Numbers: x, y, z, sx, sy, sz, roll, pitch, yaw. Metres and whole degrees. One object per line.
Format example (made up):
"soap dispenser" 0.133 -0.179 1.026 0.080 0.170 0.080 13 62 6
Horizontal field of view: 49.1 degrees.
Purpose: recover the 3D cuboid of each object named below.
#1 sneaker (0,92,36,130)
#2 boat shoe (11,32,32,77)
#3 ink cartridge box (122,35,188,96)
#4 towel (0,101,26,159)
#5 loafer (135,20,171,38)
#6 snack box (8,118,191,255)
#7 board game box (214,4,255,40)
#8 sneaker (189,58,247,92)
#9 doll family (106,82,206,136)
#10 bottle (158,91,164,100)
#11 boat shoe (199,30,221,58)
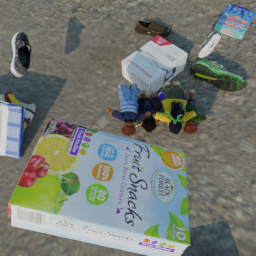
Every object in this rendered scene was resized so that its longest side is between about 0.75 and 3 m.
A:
"sneaker" -3.883 -0.673 8.363 2.229 0.835 1.004 23 62 1
"boat shoe" -3.026 -2.216 8.080 0.517 0.546 1.562 -22 55 30
"ink cartridge box" 0.852 -2.065 9.225 1.798 0.750 1.306 -40 67 -21
"towel" -3.938 -0.055 7.747 2.157 0.257 1.584 11 103 4
"loafer" 0.919 -3.687 10.368 1.346 0.480 0.491 7 59 4
"snack box" -0.332 0.924 4.614 2.561 0.678 1.821 15 43 -5
"board game box" 4.081 -4.066 10.689 1.093 0.323 1.437 26 62 15
"sneaker" 3.000 -1.806 9.095 1.845 0.720 0.786 29 63 17
"doll family" 0.851 -0.464 8.115 2.894 1.135 1.673 -2 66 5
"bottle" 1.275 -0.838 8.776 0.329 0.257 0.787 -35 65 -19
"boat shoe" 2.238 -2.348 7.829 0.312 0.871 0.295 -3 61 -22
